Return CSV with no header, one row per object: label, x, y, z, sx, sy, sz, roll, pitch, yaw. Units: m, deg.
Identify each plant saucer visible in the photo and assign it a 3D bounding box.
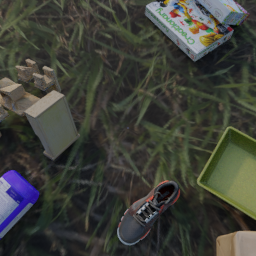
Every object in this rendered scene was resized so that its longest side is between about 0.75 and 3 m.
plant saucer,2.835,1.144,6.859,1.815,0.434,1.812,31,69,13

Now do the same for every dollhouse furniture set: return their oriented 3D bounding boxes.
dollhouse furniture set,-2.496,-0.400,7.201,2.246,1.462,2.063,25,54,29

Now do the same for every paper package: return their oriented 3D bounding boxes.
paper package,3.129,3.324,5.372,2.517,1.302,2.399,6,65,2

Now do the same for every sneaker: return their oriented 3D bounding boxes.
sneaker,0.464,1.816,6.363,0.719,0.764,1.866,40,71,17

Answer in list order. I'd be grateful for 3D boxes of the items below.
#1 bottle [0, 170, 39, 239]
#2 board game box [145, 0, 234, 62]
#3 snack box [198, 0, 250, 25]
bottle,-3.124,2.070,6.242,0.974,0.762,2.333,35,70,19
board game box,1.903,-3.385,8.954,1.548,0.424,2.453,-35,70,-14
snack box,2.862,-4.037,8.939,1.285,0.479,1.807,-17,62,-40
